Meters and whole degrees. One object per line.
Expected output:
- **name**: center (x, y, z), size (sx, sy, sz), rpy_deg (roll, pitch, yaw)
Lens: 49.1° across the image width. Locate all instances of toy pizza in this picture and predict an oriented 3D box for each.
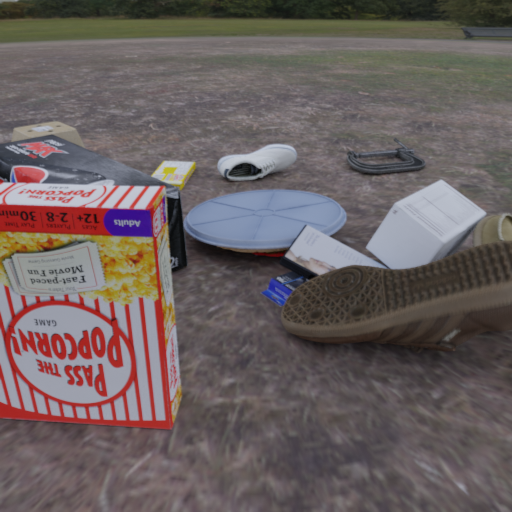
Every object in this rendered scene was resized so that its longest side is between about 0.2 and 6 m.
- **toy pizza**: center (0.169, -0.622, 10.792), size (3.103, 0.492, 3.103), rpy_deg (-3, 23, 1)

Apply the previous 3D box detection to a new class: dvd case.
- **dvd case**: center (1.393, 0.232, 8.806), size (1.870, 0.164, 1.334), rpy_deg (29, 32, 7)

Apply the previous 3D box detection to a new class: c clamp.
- **c clamp**: center (3.432, -2.635, 15.158), size (2.406, 0.326, 2.055), rpy_deg (-11, 34, -23)

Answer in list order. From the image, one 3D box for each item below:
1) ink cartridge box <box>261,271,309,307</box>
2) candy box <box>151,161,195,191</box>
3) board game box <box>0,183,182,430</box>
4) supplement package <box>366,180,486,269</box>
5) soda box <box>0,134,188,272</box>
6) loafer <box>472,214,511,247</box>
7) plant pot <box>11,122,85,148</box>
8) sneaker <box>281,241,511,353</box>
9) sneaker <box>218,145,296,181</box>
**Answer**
- **ink cartridge box**: center (0.655, 0.460, 9.048), size (1.097, 0.215, 0.546), rpy_deg (-20, 34, -33)
- **candy box**: center (-2.090, -2.012, 13.928), size (0.855, 0.221, 1.674), rpy_deg (5, 27, 5)
- **board game box**: center (-1.925, 0.589, 5.996), size (2.057, 2.716, 0.629), rpy_deg (2, 28, 5)
- **supplement package**: center (2.893, -0.436, 9.505), size (1.041, 1.003, 1.831), rpy_deg (44, 41, 21)
- **soda box**: center (-3.386, -0.979, 10.441), size (1.695, 1.517, 4.790), rpy_deg (-23, 34, -38)
- **loafer**: center (3.856, 0.168, 8.570), size (0.902, 1.017, 2.675), rpy_deg (-16, 25, 36)
- **plant pot**: center (-4.855, -2.311, 13.197), size (1.610, 1.425, 1.608), rpy_deg (-21, 33, -36)
- **sneaker**: center (2.020, 0.841, 7.375), size (3.449, 1.303, 1.215), rpy_deg (-12, 36, 29)
- **sneaker**: center (0.093, -2.218, 13.938), size (2.046, 0.747, 0.724), rpy_deg (-15, 38, -10)
